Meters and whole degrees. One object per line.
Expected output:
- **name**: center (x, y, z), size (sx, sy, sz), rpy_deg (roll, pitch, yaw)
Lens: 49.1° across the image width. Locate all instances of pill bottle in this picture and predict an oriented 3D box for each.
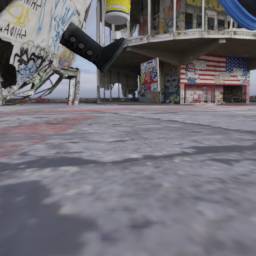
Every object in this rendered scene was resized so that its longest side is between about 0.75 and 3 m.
- **pill bottle**: center (-0.240, -2.979, 6.413), size (0.594, 1.060, 0.594), rpy_deg (2, -1, 0)

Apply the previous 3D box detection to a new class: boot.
- **boot**: center (-1.287, -3.190, 10.267), size (2.062, 1.700, 0.677), rpy_deg (37, 33, -13)

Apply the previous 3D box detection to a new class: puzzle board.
- **puzzle board**: center (0.862, -2.107, 11.539), size (0.148, 1.283, 1.702), rpy_deg (-6, 7, -20)

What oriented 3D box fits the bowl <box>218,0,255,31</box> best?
- **bowl**: center (2.095, -2.380, 5.164), size (1.246, 1.246, 0.245), rpy_deg (-4, -21, -37)
